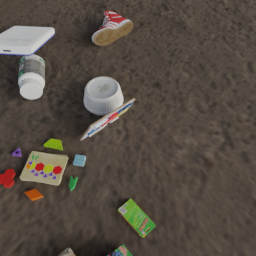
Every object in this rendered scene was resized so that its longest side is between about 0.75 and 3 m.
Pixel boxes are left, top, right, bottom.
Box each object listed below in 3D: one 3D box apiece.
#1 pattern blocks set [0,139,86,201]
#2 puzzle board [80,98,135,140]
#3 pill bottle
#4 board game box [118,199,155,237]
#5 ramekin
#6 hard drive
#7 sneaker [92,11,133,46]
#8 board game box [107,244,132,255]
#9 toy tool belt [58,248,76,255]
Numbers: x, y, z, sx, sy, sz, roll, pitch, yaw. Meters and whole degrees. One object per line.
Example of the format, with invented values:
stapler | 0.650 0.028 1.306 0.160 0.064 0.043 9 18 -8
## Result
pattern blocks set | -2.521 1.198 8.399 2.309 0.187 2.030 15 55 13
puzzle board | -0.636 -0.236 8.802 1.767 1.332 0.154 -34 86 -29
pill bottle | -3.541 -1.887 10.331 0.918 0.918 1.624 -9 51 -7
board game box | 0.232 2.411 7.508 0.480 0.151 1.005 -35 58 -23
ramekin | -0.890 -1.206 9.955 1.459 0.680 1.459 0 51 0
hard drive | -4.338 -3.608 11.407 1.904 0.366 2.886 3 33 2
sneaker | -0.980 -4.442 12.380 1.264 0.801 2.247 41 55 22
board game box | -0.441 3.732 6.038 2.022 0.370 1.529 -24 52 -32
toy tool belt | -1.556 3.282 6.621 0.790 0.494 0.486 -35 52 -23
